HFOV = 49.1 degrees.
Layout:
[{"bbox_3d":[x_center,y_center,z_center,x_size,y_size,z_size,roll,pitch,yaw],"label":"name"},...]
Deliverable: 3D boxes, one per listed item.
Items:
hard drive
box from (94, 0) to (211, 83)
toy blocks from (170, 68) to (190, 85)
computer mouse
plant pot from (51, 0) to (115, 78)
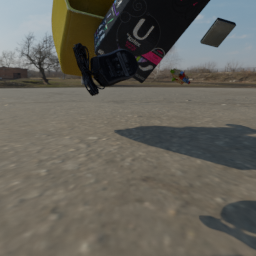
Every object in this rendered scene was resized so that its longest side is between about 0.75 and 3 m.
[{"bbox_3d":[2.781,-2.940,8.699,0.663,0.156,0.949,7,-31,-19],"label":"hard drive"},{"bbox_3d":[0.493,-2.965,7.620,1.719,2.812,1.491,26,29,-25],"label":"box"},{"bbox_3d":[1.986,-1.879,10.453,0.605,0.442,0.885,29,-8,31],"label":"toy blocks"},{"bbox_3d":[-0.349,-1.000,4.644,1.216,0.842,0.321,-20,2,-41],"label":"computer mouse"},{"bbox_3d":[-1.406,-3.211,9.833,2.491,2.565,2.508,2,44,-29],"label":"plant pot"}]
